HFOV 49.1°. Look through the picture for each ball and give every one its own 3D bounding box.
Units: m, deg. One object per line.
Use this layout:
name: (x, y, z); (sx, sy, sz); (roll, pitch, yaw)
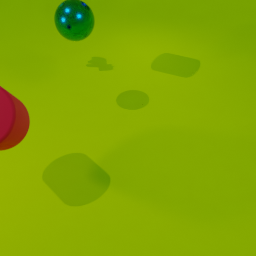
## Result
ball: (-1.307, -2.634, 6.866); (0.977, 0.977, 0.977); (0, 47, 0)

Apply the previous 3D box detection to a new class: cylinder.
cylinder: (-2.552, -0.174, 5.196); (1.188, 1.188, 1.188); (1, 85, -8)
